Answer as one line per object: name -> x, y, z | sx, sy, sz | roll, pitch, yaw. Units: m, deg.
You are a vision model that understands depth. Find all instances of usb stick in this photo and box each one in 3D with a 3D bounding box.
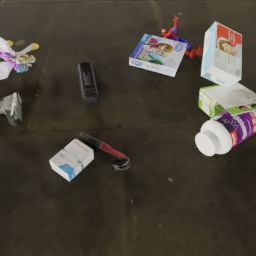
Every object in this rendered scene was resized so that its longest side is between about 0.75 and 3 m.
usb stick -> -1.788, -2.069, 12.401 | 0.721, 0.424, 2.600 | -4, 47, -13

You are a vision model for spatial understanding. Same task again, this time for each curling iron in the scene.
curling iron -> -0.889, 0.736, 9.865 | 2.341, 0.299, 0.580 | 34, 56, 28

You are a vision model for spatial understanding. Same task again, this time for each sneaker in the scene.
sneaker -> -4.794, -0.617, 10.941 | 1.106, 0.719, 1.916 | -14, 38, -6

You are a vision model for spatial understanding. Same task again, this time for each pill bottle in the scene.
pill bottle -> 3.452, 0.083, 9.814 | 2.217, 1.246, 1.246 | -29, 53, -24

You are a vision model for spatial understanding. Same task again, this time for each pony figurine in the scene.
pony figurine -> -5.398, -3.299, 12.797 | 2.371, 2.045, 2.456 | 5, 32, -8

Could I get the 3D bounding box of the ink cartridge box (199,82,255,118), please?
ink cartridge box -> 3.956, -0.839, 10.568 | 1.685, 0.864, 2.280 | -12, 33, -11

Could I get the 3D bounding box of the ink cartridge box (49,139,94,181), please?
ink cartridge box -> -1.867, 1.057, 9.418 | 0.875, 0.513, 1.195 | 30, 53, 24

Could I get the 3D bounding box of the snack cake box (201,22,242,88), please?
snack cake box -> 3.650, -2.841, 10.865 | 1.301, 0.760, 2.263 | 20, 63, -13

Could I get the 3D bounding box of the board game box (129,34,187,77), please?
board game box -> 1.477, -3.565, 13.482 | 2.231, 0.460, 2.236 | 17, 51, 11

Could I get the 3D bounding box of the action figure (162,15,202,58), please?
action figure -> 2.633, -4.762, 14.378 | 0.851, 1.291, 2.608 | -28, 51, -23
